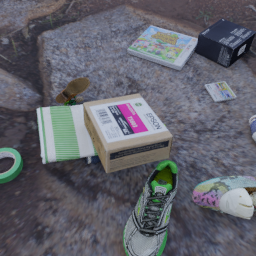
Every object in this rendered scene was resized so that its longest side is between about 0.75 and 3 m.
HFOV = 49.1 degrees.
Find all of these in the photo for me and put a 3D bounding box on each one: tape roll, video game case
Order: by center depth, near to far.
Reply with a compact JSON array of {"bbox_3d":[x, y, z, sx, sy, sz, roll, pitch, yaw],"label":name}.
[{"bbox_3d":[-3.538,1.052,7.925,1.051,0.253,1.051,0,49,0],"label":"tape roll"},{"bbox_3d":[3.302,-1.306,10.035,0.813,0.099,0.894,-11,50,-9],"label":"video game case"},{"bbox_3d":[1.519,-3.421,11.708,2.372,0.262,2.159,23,54,19],"label":"video game case"}]

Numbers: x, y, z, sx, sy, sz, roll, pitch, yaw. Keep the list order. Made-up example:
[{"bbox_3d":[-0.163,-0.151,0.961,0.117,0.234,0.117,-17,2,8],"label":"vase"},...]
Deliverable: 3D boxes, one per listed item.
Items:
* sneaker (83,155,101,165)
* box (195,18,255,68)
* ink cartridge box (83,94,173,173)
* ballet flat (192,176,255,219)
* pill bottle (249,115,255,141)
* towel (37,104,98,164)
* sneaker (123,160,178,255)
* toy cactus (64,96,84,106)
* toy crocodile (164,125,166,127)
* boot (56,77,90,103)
[{"bbox_3d":[-1.067,0.273,8.411,0.750,0.641,1.827,-6,54,-16],"label":"sneaker"},{"bbox_3d":[3.925,-3.473,11.343,1.736,0.904,1.581,-37,59,-27],"label":"box"},{"bbox_3d":[-0.089,0.033,7.396,1.744,0.795,2.117,-13,41,-19],"label":"ink cartridge box"},{"bbox_3d":[3.087,1.721,6.819,2.890,0.999,1.029,-2,28,-5],"label":"ballet flat"},{"bbox_3d":[4.056,0.102,8.542,0.537,0.537,0.967,5,50,4],"label":"pill bottle"},{"bbox_3d":[-1.238,0.045,8.153,2.602,0.304,1.985,-7,52,-16],"label":"towel"},{"bbox_3d":[0.561,1.875,6.659,1.020,1.114,2.615,13,51,11],"label":"sneaker"},{"bbox_3d":[-1.864,-0.953,9.464,0.706,0.437,0.855,-12,49,14],"label":"toy cactus"},{"bbox_3d":[0.752,-0.065,8.895,0.889,0.275,0.300,2,50,8],"label":"toy crocodile"},{"bbox_3d":[-1.710,-1.251,8.976,1.263,0.465,0.977,-29,9,9],"label":"boot"}]
